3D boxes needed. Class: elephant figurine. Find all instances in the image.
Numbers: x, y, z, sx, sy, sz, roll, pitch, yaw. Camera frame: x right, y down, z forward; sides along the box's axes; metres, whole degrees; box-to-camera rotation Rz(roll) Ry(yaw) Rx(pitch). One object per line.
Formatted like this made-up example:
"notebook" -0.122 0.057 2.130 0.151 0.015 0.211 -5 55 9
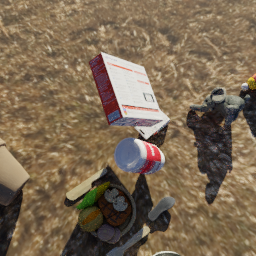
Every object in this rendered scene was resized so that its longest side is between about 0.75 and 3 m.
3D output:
"elephant figurine" 3.459 -0.963 10.720 1.280 1.167 1.650 -24 50 -39

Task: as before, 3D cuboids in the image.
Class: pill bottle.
"pill bottle" 0.469 0.979 9.246 1.068 1.902 1.068 -8 75 30

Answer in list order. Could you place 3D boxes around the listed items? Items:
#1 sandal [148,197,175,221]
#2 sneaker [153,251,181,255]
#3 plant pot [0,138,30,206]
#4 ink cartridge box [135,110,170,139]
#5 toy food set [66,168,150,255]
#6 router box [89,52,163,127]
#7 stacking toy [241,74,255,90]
"sandal" 1.138 2.746 9.620 1.093 0.234 0.416 -37 65 -4
"sneaker" 0.685 4.330 8.504 2.228 0.975 0.844 -8 71 -6
"plant pot" -4.360 1.575 9.312 1.821 2.089 2.089 36 71 -6
"ink cartridge box" 0.921 -0.125 10.715 1.251 0.315 0.682 -40 73 -13
"toy food set" -0.682 2.813 9.373 1.947 0.566 2.821 -36 72 -13
"router box" 0.020 -1.142 9.131 0.588 2.408 2.161 -28 73 32
"stacking toy" 5.111 -1.831 11.272 1.117 0.816 0.816 -25 69 7
